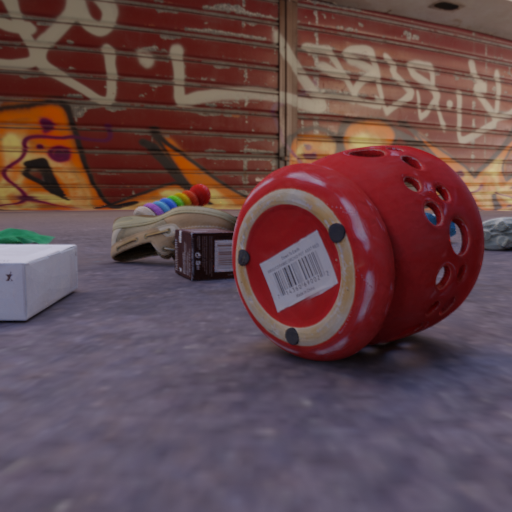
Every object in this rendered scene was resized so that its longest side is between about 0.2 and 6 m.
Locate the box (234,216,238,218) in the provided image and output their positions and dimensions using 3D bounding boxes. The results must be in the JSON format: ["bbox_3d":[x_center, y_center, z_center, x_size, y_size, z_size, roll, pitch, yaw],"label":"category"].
[{"bbox_3d":[-1.651,-0.961,17.080,2.202,0.507,1.750,6,8,43],"label":"box"}]

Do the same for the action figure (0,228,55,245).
[{"bbox_3d":[-3.696,-0.021,7.571,1.410,0.653,2.388,0,9,-8],"label":"action figure"}]

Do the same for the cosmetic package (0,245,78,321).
[{"bbox_3d":[-3.119,0.219,5.574,2.241,0.579,1.690,0,4,-2],"label":"cosmetic package"}]

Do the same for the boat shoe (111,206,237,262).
[{"bbox_3d":[-1.336,-0.272,9.059,2.303,0.743,0.821,-5,-23,27],"label":"boat shoe"}]

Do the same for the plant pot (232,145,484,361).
[{"bbox_3d":[0.658,-0.054,4.028,1.480,1.480,1.348,6,11,45],"label":"plant pot"}]

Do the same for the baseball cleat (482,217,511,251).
[{"bbox_3d":[5.749,-0.537,11.419,2.497,0.871,1.329,3,7,18],"label":"baseball cleat"}]

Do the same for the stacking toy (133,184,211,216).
[{"bbox_3d":[-1.988,-1.223,14.133,2.155,0.920,0.920,-35,27,-34],"label":"stacking toy"}]

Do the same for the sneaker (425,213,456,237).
[{"bbox_3d":[3.846,-0.561,12.837,0.815,0.772,2.018,-17,-7,40],"label":"sneaker"}]

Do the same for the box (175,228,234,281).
[{"bbox_3d":[-0.702,-0.034,7.650,0.640,0.647,0.779,-3,7,-24],"label":"box"}]
